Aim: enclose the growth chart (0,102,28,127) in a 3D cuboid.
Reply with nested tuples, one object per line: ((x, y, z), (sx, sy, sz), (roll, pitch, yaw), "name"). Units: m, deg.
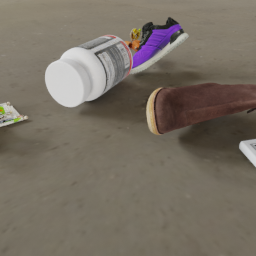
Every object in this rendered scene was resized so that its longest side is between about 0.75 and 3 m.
((-3.446, -0.360, 7.612), (0.966, 0.118, 1.335), (-24, 39, -34), "growth chart")

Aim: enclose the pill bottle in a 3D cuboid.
((-1.088, -1.741, 8.364), (1.561, 1.561, 2.695), (15, 34, 23), "pill bottle")

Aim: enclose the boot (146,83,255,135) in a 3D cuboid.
((1.904, -0.603, 6.407), (2.354, 1.024, 2.830), (-4, 14, 31), "boot")

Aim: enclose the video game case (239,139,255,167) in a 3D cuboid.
((3.601, 0.822, 5.598), (1.858, 0.234, 2.041), (-7, 35, -11), "video game case")

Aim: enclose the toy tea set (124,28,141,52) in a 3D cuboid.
((0.159, -2.909, 10.720), (0.638, 1.024, 1.723), (30, 78, 23), "toy tea set")

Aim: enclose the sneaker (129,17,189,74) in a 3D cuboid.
((0.758, -2.972, 9.905), (2.554, 1.270, 0.888), (-35, 4, -1), "sneaker")
